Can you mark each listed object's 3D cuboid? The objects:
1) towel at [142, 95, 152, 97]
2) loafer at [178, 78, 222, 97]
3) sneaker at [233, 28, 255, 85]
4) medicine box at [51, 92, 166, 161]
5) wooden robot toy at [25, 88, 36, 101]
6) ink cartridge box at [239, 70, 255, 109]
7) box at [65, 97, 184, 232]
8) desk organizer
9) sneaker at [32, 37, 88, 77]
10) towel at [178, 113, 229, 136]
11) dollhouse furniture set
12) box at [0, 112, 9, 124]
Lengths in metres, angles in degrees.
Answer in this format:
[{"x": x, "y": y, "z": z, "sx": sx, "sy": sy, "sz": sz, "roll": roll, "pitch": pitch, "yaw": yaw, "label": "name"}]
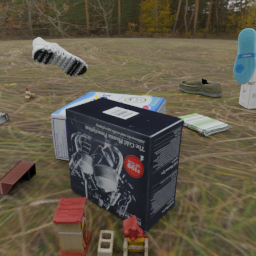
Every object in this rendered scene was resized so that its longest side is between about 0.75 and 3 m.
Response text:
[{"x": 0.497, "y": -1.527, "z": 14.623, "sx": 1.512, "sy": 0.137, "sz": 0.651, "roll": -13, "pitch": 21, "yaw": -25, "label": "towel"}, {"x": 4.045, "y": -2.378, "z": 15.612, "sx": 2.570, "sy": 0.895, "sz": 0.966, "roll": 16, "pitch": 28, "yaw": 33, "label": "loafer"}, {"x": 3.750, "y": -2.123, "z": 8.719, "sx": 0.659, "sy": 1.656, "sz": 1.081, "roll": 11, "pitch": 5, "yaw": 30, "label": "sneaker"}, {"x": -0.492, "y": -0.048, "z": 9.220, "sx": 2.983, "sy": 1.536, "sz": 2.717, "roll": 7, "pitch": 23, "yaw": 16, "label": "medicine box"}, {"x": -5.141, "y": -1.786, "z": 14.786, "sx": 0.559, "sy": 0.543, "sz": 1.232, "roll": 4, "pitch": 21, "yaw": -20, "label": "wooden robot toy"}, {"x": 6.292, "y": -2.059, "z": 13.274, "sx": 1.545, "sy": 2.109, "sz": 0.873, "roll": -4, "pitch": 23, "yaw": -9, "label": "ink cartridge box"}, {"x": -0.148, "y": 0.698, "z": 6.536, "sx": 2.453, "sy": 2.233, "sz": 1.277, "roll": 18, "pitch": 28, "yaw": 36, "label": "box"}, {"x": -2.919, "y": 1.314, "z": 7.454, "sx": 0.435, "sy": 0.405, "sz": 1.130, "roll": 6, "pitch": 23, "yaw": 9, "label": "desk organizer"}, {"x": -2.912, "y": -3.113, "z": 12.255, "sx": 2.726, "sy": 1.024, "sz": 1.105, "roll": 18, "pitch": 38, "yaw": -47, "label": "sneaker"}, {"x": 2.908, "y": -0.167, "z": 11.266, "sx": 1.352, "sy": 0.278, "sz": 1.813, "roll": -11, "pitch": 23, "yaw": -30, "label": "towel"}, {"x": -0.472, "y": 1.908, "z": 5.338, "sx": 1.734, "sy": 0.933, "sz": 0.705, "roll": 0, "pitch": 23, "yaw": 2, "label": "dollhouse furniture set"}, {"x": -5.831, "y": -0.391, "z": 11.618, "sx": 1.309, "sy": 0.316, "sz": 1.036, "roll": 10, "pitch": 24, "yaw": 24, "label": "box"}]
